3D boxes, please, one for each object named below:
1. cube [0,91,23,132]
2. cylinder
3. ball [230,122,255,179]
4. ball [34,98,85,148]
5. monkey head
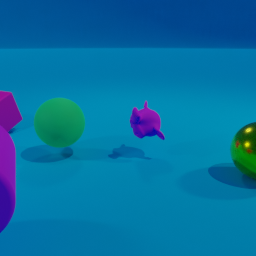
[{"bbox_3d":[-3.455,-0.391,7.229,0.861,0.861,0.861,9,39,23],"label":"cube"},{"bbox_3d":[-1.805,0.536,3.027,1.099,1.099,1.099,-6,25,-19],"label":"cylinder"},{"bbox_3d":[2.320,0.392,4.876,1.023,1.023,1.023,0,17,0],"label":"ball"},{"bbox_3d":[-1.401,-0.108,5.772,1.029,1.029,1.029,0,17,0],"label":"ball"},{"bbox_3d":[0.366,-0.177,5.719,0.621,0.741,1.031,-18,57,-8],"label":"monkey head"}]
